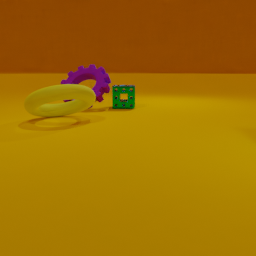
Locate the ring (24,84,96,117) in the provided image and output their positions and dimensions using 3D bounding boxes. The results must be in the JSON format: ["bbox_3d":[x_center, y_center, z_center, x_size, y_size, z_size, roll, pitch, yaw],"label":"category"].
[{"bbox_3d":[-1.981,-0.772,8.274,2.072,0.414,2.072,-12,-10,-2],"label":"ring"}]

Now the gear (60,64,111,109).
[{"bbox_3d":[-1.657,-1.607,10.788,1.967,0.364,1.967,-8,55,11],"label":"gear"}]

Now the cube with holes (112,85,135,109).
[{"bbox_3d":[-0.162,-1.240,11.066,0.871,0.871,0.871,0,12,0],"label":"cube with holes"}]
